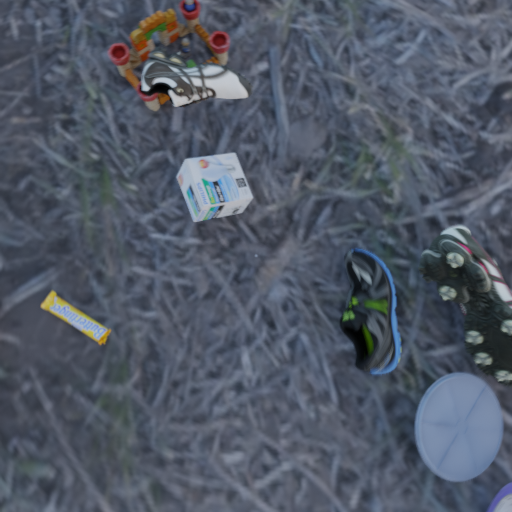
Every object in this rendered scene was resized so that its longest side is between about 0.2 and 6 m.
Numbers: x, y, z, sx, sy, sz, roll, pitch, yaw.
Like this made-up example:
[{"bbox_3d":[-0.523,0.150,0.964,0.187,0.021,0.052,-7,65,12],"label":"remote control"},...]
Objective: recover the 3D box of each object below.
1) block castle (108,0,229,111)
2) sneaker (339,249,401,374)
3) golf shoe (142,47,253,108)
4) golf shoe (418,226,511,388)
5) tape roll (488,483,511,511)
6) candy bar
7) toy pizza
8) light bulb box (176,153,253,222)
[{"bbox_3d":[-1.649,-3.912,10.721,2.040,0.957,1.363,-36,79,-8],"label":"block castle"},{"bbox_3d":[1.863,0.912,9.552,0.906,0.775,2.185,0,75,-30],"label":"sneaker"},{"bbox_3d":[-1.075,-2.982,10.004,1.987,0.772,0.939,15,76,6],"label":"golf shoe"},{"bbox_3d":[3.992,0.818,9.474,1.315,1.152,2.986,-40,101,-46],"label":"golf shoe"},{"bbox_3d":[4.055,4.203,8.630,0.533,1.256,1.256,27,78,7],"label":"tape roll"},{"bbox_3d":[-3.178,1.118,9.940,1.366,0.151,0.341,31,79,8],"label":"candy bar"},{"bbox_3d":[3.328,2.812,9.274,1.733,0.275,1.733,2,84,-20],"label":"toy pizza"},{"bbox_3d":[-0.754,-1.238,10.065,1.001,0.625,0.992,-14,72,-28],"label":"light bulb box"}]
